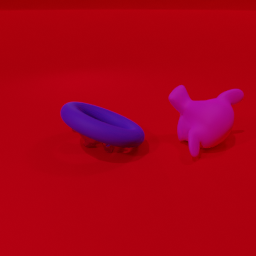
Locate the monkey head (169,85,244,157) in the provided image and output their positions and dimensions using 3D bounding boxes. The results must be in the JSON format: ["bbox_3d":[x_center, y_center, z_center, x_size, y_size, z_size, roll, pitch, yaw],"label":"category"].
[{"bbox_3d":[1.631,-0.303,6.233,1.983,1.426,1.195,-46,25,-19],"label":"monkey head"}]

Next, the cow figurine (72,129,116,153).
[{"bbox_3d":[-0.669,0.129,6.105,0.946,0.962,0.528,-16,29,48],"label":"cow figurine"}]

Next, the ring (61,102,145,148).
[{"bbox_3d":[-0.534,-0.094,6.136,1.908,0.382,1.908,20,12,-4],"label":"ring"}]
